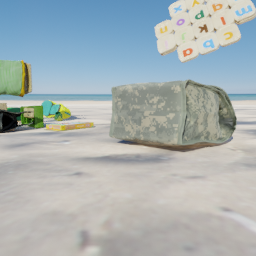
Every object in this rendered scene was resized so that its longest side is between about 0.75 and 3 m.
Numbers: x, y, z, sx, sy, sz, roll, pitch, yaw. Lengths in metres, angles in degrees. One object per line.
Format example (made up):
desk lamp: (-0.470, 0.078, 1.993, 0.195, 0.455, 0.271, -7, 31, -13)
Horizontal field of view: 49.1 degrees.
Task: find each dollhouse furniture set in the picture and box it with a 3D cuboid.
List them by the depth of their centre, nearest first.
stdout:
dollhouse furniture set: (-3.832, -1.163, 9.358, 1.549, 2.365, 1.187, -6, 9, -41)

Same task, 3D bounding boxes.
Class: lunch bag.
lunch bag: (1.063, -0.294, 6.149, 1.885, 1.351, 2.299, 4, 1, 43)

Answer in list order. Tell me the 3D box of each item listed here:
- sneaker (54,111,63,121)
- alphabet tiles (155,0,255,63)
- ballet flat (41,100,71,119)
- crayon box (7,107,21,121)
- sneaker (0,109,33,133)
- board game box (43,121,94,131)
sneaker: (-3.156, -0.551, 12.803, 0.372, 0.420, 1.005, -4, 6, -23)
alphabet tiles: (1.977, -2.867, 7.570, 2.565, 2.508, 0.187, -18, -38, 20)
ballet flat: (-3.779, -0.884, 14.720, 0.924, 0.921, 2.756, 22, -5, -35)
crayon box: (-5.925, -0.565, 11.838, 2.183, 0.636, 1.883, 3, 7, 27)
sneaker: (-4.113, -0.228, 8.033, 1.339, 0.771, 2.566, 0, 3, 27)
board game box: (-1.961, -0.069, 9.332, 0.756, 0.237, 1.583, 4, 10, 38)
